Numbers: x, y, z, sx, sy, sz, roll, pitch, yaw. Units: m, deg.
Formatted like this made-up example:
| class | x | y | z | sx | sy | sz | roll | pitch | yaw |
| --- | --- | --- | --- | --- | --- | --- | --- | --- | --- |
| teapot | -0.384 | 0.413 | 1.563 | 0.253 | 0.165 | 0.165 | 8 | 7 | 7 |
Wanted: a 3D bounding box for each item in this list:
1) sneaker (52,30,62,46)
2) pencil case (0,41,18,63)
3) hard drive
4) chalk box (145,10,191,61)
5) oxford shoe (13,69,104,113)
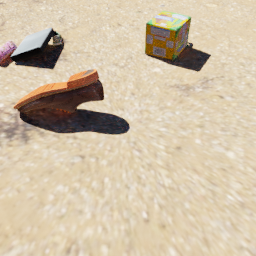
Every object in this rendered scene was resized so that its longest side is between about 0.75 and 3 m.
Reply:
| class | x | y | z | sx | sy | sz | roll | pitch | yaw |
| --- | --- | --- | --- | --- | --- | --- | --- | --- | --- |
| sneaker | -3.069 | -3.977 | 12.016 | 0.445 | 0.513 | 1.158 | -10 | 43 | -11 |
| pencil case | -4.820 | -2.963 | 10.913 | 0.482 | 0.504 | 1.164 | 34 | 45 | -6 |
| hard drive | -3.753 | -3.334 | 11.170 | 1.305 | 0.308 | 1.870 | -13 | 40 | 14 |
| chalk box | 1.695 | -3.833 | 11.270 | 1.292 | 1.286 | 2.077 | 20 | 46 | 20 |
| oxford shoe | -2.021 | -0.802 | 8.142 | 2.761 | 1.006 | 0.984 | -15 | 25 | 14 |
